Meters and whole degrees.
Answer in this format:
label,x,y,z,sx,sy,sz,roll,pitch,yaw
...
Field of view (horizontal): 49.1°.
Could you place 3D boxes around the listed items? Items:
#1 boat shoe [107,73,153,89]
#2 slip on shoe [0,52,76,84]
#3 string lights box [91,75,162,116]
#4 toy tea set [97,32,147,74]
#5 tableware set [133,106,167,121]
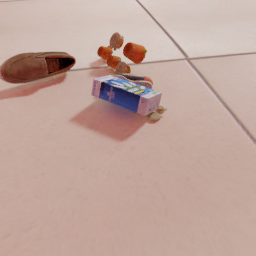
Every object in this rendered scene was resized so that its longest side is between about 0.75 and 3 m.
label,x,y,z,sx,sy,sz,roll,pitch,yaw
boat shoe,0.039,-1.699,10.124,1.732,0.616,0.542,7,42,-1
slip on shoe,-3.229,-2.250,10.277,2.790,1.061,0.845,-16,21,-35
string lights box,-0.059,-1.088,9.029,2.020,0.596,1.038,23,27,23
toy tea set,-0.220,-2.935,11.330,0.939,1.509,2.538,12,26,-42
tableware set,0.733,-0.585,9.199,1.048,0.122,0.875,23,45,25
